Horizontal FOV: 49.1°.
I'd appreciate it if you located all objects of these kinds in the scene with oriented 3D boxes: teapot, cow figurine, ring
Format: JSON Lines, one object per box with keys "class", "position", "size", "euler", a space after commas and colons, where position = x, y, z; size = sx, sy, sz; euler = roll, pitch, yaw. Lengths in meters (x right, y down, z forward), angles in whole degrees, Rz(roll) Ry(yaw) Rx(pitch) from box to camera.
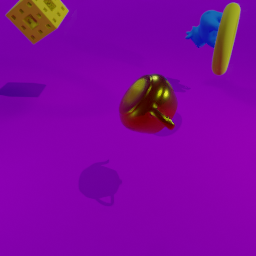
{"class": "teapot", "position": [0.402, -0.394, 5.078], "size": [0.884, 1.122, 1.805], "euler": [35, 10, -25]}
{"class": "cow figurine", "position": [2.725, -3.478, 9.828], "size": [0.913, 1.663, 1.636], "euler": [-42, 57, -8]}
{"class": "ring", "position": [2.436, -2.179, 6.977], "size": [0.346, 1.729, 1.729], "euler": [14, 35, 18]}

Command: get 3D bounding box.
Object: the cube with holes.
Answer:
{"class": "cube with holes", "position": [-2.873, -3.684, 8.972], "size": [1.163, 1.163, 1.163], "euler": [-19, 40, 32]}
